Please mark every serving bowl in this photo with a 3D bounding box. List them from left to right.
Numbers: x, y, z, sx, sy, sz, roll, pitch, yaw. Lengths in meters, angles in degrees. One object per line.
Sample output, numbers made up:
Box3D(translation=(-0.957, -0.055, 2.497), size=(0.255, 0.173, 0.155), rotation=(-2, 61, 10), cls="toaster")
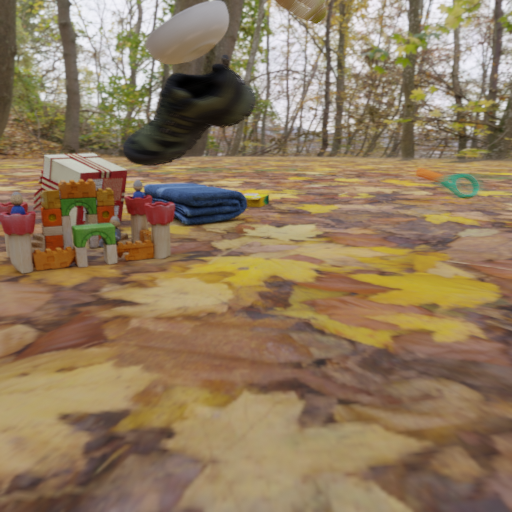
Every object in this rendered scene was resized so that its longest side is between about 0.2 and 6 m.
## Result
Box3D(translation=(-0.920, -3.092, 8.000), size=(1.278, 0.420, 1.278), rotation=(-27, 8, 4), cls="serving bowl")

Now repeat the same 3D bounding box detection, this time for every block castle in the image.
Box3D(translation=(-3.212, -0.677, 10.577), size=(3.003, 1.409, 2.007), rotation=(-7, 14, -26), cls="block castle")

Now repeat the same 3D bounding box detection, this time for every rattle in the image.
Box3D(translation=(0.480, -3.094, 6.426), size=(0.838, 0.599, 0.546), rotation=(30, 20, 17), cls="rattle")

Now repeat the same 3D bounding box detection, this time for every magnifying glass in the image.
Box3D(translation=(2.816, -1.103, 8.234), size=(0.942, 0.375, 0.105), rotation=(16, -19, -2), cls="magnifying glass")

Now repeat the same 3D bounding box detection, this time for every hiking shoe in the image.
Box3D(translation=(-1.717, -3.178, 12.090), size=(3.208, 1.215, 1.615), rotation=(-27, -37, 12), cls="hiking shoe")

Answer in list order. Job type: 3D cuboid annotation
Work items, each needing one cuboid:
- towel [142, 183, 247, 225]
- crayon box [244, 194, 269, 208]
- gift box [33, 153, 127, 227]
Box3D(translation=(-1.812, -1.508, 15.593), size=(1.913, 0.832, 3.427), rotation=(-7, 13, -30), cls="towel")
Box3D(translation=(-0.133, -1.749, 17.774), size=(0.797, 0.319, 1.256), rotation=(4, 13, 17), cls="crayon box")
Box3D(translation=(-4.485, -1.576, 14.145), size=(1.704, 1.825, 1.684), rotation=(27, 20, 31), cls="gift box")
